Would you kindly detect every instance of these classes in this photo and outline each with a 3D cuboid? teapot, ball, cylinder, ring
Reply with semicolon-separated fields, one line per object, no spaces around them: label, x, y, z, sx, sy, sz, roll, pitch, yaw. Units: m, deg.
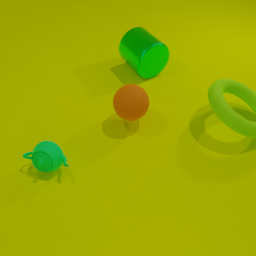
teapot;-1.915;0.724;6.676;1.245;0.774;0.610;8;22;11
ball;0.084;-0.688;7.576;0.990;0.990;0.990;0;48;0
cylinder;0.519;-2.494;9.260;1.246;1.246;1.246;-24;52;-20
ring;3.059;-0.577;7.609;1.990;0.398;1.990;15;47;-16
